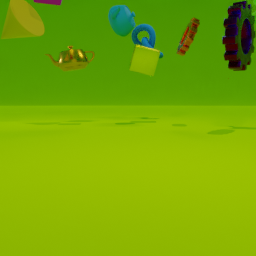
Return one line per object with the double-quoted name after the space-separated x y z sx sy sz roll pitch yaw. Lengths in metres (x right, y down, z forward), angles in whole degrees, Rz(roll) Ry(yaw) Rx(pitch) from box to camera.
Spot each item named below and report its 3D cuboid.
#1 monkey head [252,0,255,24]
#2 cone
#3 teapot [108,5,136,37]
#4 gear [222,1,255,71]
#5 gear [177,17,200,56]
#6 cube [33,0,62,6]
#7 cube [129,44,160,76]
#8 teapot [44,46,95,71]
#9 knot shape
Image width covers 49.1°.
3.517 -2.890 6.980 0.938 1.304 0.786 -42 -22 16 "monkey head"
-3.628 -3.194 8.944 1.318 1.313 1.313 -26 -6 23 "cone"
-0.152 -3.391 8.704 0.751 0.953 1.533 -18 -7 22 "teapot"
2.522 -2.040 6.296 0.270 1.459 1.459 8 9 38 "gear"
1.783 -2.712 8.348 0.203 1.098 1.098 22 3 -5 "gear"
-2.277 -4.018 7.992 0.748 0.748 0.748 3 37 -10 "cube"
0.599 -2.525 10.340 0.917 0.917 0.917 14 19 -4 "cube"
-2.204 -2.684 10.799 1.908 0.934 1.187 -11 11 -15 "teapot"
0.841 -3.661 12.772 0.824 1.784 1.669 -28 -11 -13 "knot shape"
